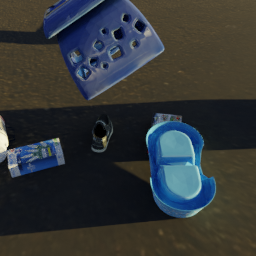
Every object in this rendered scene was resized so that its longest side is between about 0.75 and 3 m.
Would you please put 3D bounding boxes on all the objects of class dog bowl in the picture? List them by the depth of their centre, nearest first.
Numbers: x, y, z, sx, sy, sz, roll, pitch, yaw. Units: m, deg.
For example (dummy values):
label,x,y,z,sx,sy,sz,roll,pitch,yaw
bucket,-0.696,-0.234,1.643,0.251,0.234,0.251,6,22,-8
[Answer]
label,x,y,z,sx,sy,sz,roll,pitch,yaw
dog bowl,1.234,0.999,7.104,1.502,0.668,2.694,-1,47,-2

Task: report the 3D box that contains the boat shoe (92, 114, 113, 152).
label,x,y,z,sx,sy,sz,roll,pitch,yaw
boat shoe,-0.799,0.023,8.702,0.588,0.554,1.638,1,37,3

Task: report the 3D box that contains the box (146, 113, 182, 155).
label,x,y,z,sx,sy,sz,roll,pitch,yaw
box,1.149,0.186,8.670,0.967,0.305,1.756,7,39,9

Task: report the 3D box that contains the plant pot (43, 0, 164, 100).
label,x,y,z,sx,sy,sz,roll,pitch,yaw
plant pot,-0.872,-2.706,7.844,2.573,2.314,2.574,-34,31,5

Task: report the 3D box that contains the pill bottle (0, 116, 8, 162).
label,x,y,z,sx,sy,sz,roll,pitch,yaw
pill bottle,-3.963,0.291,8.067,0.887,0.887,1.531,-15,41,-19

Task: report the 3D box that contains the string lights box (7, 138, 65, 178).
label,x,y,z,sx,sy,sz,roll,pitch,yaw
string lights box,-2.550,0.810,7.788,1.422,0.419,0.731,-14,40,-17
